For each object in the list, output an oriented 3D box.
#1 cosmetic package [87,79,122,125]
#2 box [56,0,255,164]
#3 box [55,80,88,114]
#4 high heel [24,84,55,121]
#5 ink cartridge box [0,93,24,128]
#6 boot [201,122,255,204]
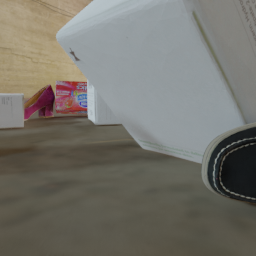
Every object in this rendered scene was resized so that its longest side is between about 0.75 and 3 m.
[{"bbox_3d":[0.010,-1.406,10.304,2.827,2.333,2.331,-2,8,-13],"label":"cosmetic package"},{"bbox_3d":[1.016,-1.154,4.167,2.355,2.750,2.736,-49,31,-20],"label":"box"},{"bbox_3d":[-1.855,-1.286,12.253,2.556,1.274,1.220,1,-4,-12],"label":"box"},{"bbox_3d":[-3.979,-1.023,10.951,0.987,1.405,2.930,4,9,33],"label":"high heel"},{"bbox_3d":[-4.553,-0.536,8.653,2.500,1.054,1.826,-3,8,-22],"label":"ink cartridge box"},{"bbox_3d":[1.938,0.466,2.058,2.386,0.873,1.797,6,6,-3],"label":"boot"}]
